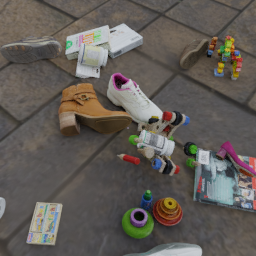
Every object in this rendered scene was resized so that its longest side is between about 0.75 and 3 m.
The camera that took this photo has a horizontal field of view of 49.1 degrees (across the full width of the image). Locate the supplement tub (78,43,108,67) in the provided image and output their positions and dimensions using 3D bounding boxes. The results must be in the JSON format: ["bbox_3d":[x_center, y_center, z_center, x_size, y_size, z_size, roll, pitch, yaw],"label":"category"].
[{"bbox_3d":[-1.618,-3.329,12.877,1.249,0.906,0.906,8,53,-16],"label":"supplement tub"}]

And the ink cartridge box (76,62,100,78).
[{"bbox_3d":[-1.858,-2.662,13.040,1.058,0.265,0.852,11,53,-15],"label":"ink cartridge box"}]

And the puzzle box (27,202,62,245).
[{"bbox_3d":[-2.666,3.054,9.013,0.861,0.165,1.294,2,55,2],"label":"puzzle box"}]

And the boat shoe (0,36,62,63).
[{"bbox_3d":[-4.618,-3.813,13.438,2.782,1.036,1.020,-7,45,-15],"label":"boat shoe"}]

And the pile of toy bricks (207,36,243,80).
[{"bbox_3d":[4.546,-3.606,12.990,1.455,1.295,2.622,6,55,4],"label":"pile of toy bricks"}]

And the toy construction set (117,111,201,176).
[{"bbox_3d":[0.807,0.555,9.950,2.665,2.223,2.048,-14,10,-29],"label":"toy construction set"}]

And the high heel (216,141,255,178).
[{"bbox_3d":[3.933,1.068,9.793,1.587,0.535,0.763,36,72,26],"label":"high heel"}]

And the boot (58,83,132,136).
[{"bbox_3d":[-1.365,-0.843,11.331,2.880,1.104,2.236,-10,52,3],"label":"boot"}]

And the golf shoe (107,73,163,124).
[{"bbox_3d":[0.254,-1.145,11.278,2.879,1.318,1.084,36,61,20],"label":"golf shoe"}]

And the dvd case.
[{"bbox_3d":[3.757,1.831,9.793,2.768,0.305,2.021,9,55,5],"label":"dvd case"}]

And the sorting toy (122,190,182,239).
[{"bbox_3d":[0.760,2.579,8.803,1.993,0.818,1.197,-12,46,-18],"label":"sorting toy"}]

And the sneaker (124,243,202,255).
[{"bbox_3d":[0.867,4.015,8.007,2.721,0.957,1.090,-12,76,-10],"label":"sneaker"}]

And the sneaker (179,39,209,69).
[{"bbox_3d":[2.981,-3.565,13.442,0.838,0.781,2.218,24,53,39],"label":"sneaker"}]

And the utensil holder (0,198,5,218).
[{"bbox_3d":[-4.544,2.548,9.024,0.892,0.758,0.758,6,55,1],"label":"utensil holder"}]

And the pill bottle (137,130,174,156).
[{"bbox_3d":[0.938,0.539,9.467,1.139,0.644,0.644,20,55,-8],"label":"pill bottle"}]

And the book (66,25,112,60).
[{"bbox_3d":[-1.935,-4.186,13.681,2.170,0.521,1.450,-13,54,9],"label":"book"}]

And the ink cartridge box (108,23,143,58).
[{"bbox_3d":[-0.481,-4.419,14.111,1.889,0.411,1.639,-31,56,-19],"label":"ink cartridge box"}]
